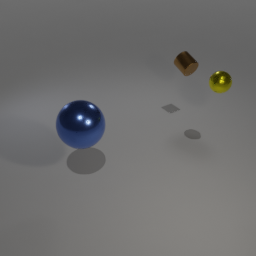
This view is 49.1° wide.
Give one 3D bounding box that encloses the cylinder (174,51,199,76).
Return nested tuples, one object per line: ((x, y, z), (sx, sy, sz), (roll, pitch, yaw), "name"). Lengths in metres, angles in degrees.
((2.260, -2.501, 10.902), (0.700, 0.700, 0.700), (-20, 61, -29), "cylinder")

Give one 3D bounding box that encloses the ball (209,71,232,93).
((2.880, -1.429, 8.729), (0.700, 0.700, 0.700), (0, 31, 0), "ball")

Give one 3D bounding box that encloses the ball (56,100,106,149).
((-1.341, -0.099, 7.987), (1.400, 1.400, 1.400), (0, 31, 0), "ball")
